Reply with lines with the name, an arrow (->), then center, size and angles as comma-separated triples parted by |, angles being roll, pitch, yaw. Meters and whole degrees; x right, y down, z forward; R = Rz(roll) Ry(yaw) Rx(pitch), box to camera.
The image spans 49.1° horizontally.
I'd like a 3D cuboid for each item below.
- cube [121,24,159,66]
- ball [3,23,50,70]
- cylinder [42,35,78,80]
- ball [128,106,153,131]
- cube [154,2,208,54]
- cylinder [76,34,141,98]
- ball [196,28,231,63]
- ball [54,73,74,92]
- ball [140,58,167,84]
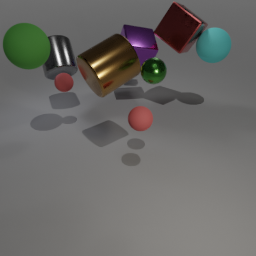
cube -> 0.361, -3.514, 12.473 | 1.400, 1.400, 1.400 | 3, 56, -18
ball -> -3.157, -2.546, 8.767 | 1.400, 1.400, 1.400 | 0, 30, 0
cylinder -> -2.968, -2.945, 11.845 | 1.400, 1.400, 1.400 | -16, -8, -2
ball -> 0.345, -0.258, 7.786 | 0.700, 0.700, 0.700 | 0, 30, 0
cube -> 2.149, -4.025, 11.340 | 1.400, 1.400, 1.400 | 41, 29, 8
cylinder -> -0.576, -1.846, 8.327 | 1.400, 1.400, 1.400 | -35, 41, -15
ball -> 3.520, -3.397, 11.552 | 1.400, 1.400, 1.400 | 0, 30, 0
ball -> -2.373, -1.684, 10.381 | 0.700, 0.700, 0.700 | 0, 30, 0
ball -> 0.683, -1.522, 7.477 | 0.700, 0.700, 0.700 | 0, 30, 0
